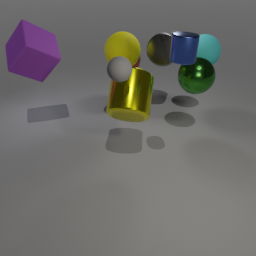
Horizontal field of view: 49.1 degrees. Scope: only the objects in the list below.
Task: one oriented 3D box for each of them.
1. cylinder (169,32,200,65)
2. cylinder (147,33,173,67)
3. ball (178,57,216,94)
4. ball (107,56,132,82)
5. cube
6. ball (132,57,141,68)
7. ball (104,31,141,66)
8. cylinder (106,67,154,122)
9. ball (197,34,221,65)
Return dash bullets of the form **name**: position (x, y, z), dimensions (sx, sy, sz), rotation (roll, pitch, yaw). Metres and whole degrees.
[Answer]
- **cylinder**: position (1.459, -2.082, 7.282), dimensions (0.700, 0.700, 0.700), rotation (2, 30, -1)
- **cylinder**: position (1.628, -3.524, 12.645), dimensions (1.400, 1.400, 1.400), rotation (6, 16, 11)
- **ball**: position (2.593, -1.987, 10.628), dimensions (1.400, 1.400, 1.400), rotation (0, 29, 0)
- **ball**: position (-0.235, -1.626, 7.754), dimensions (0.700, 0.700, 0.700), rotation (0, 29, 0)
- **cube**: position (-3.547, -2.824, 10.432), dimensions (1.400, 1.400, 1.400), rotation (14, 47, -45)
- **ball**: position (-0.112, -3.203, 13.095), dimensions (1.400, 1.400, 1.400), rotation (0, 29, 0)
- **ball**: position (-0.214, -2.996, 10.840), dimensions (1.400, 1.400, 1.400), rotation (0, 29, 0)
- **cylinder**: position (0.078, -1.046, 9.104), dimensions (1.400, 1.400, 1.400), rotation (7, -14, 2)
- **ball**: position (3.245, -3.279, 11.988), dimensions (1.400, 1.400, 1.400), rotation (0, 29, 0)
